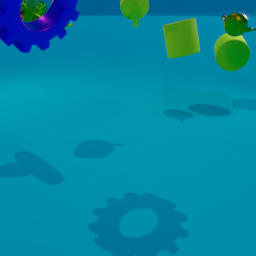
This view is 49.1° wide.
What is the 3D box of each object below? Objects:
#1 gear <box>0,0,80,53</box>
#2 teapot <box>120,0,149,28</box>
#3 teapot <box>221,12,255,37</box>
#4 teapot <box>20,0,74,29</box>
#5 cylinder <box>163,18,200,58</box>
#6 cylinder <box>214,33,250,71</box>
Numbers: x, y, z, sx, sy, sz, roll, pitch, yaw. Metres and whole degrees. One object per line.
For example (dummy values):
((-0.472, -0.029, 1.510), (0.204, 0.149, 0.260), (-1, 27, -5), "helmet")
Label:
((-1.407, -1.994, 4.413), (0.308, 1.663, 1.663), (42, 39, 16), "gear")
((0.158, -4.022, 9.167), (0.982, 1.579, 0.773), (11, 55, 22), "teapot")
((3.159, -2.980, 8.040), (1.089, 0.677, 0.533), (36, 55, 21), "teapot")
((-2.226, -2.722, 6.951), (1.713, 0.839, 1.065), (19, 38, -29), "teapot")
((1.868, -3.128, 9.802), (1.142, 1.142, 1.142), (-12, 17, 4), "cylinder")
((3.829, -2.839, 10.399), (1.159, 1.159, 1.159), (5, 31, 11), "cylinder")
